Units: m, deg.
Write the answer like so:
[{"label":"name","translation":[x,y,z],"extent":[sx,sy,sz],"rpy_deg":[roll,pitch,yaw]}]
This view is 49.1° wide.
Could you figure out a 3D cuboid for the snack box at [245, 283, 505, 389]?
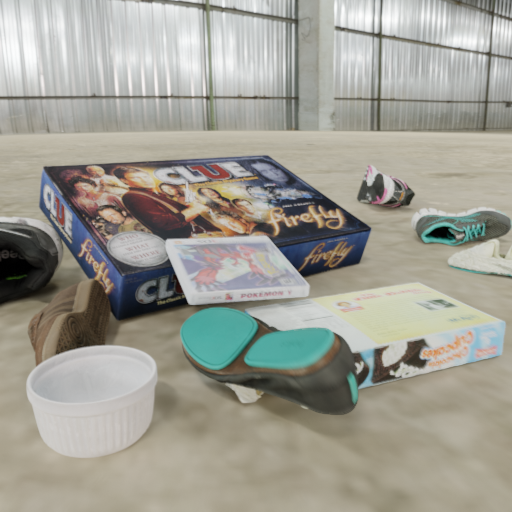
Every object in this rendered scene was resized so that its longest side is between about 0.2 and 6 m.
[{"label":"snack box","translation":[1.304,0.868,6.367],"extent":[2.543,0.472,1.478],"rpy_deg":[-7,18,-22]}]

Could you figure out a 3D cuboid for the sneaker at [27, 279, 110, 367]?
[{"label":"sneaker","translation":[-2.148,0.925,6.192],"extent":[0.778,0.726,2.061],"rpy_deg":[-24,17,3]}]

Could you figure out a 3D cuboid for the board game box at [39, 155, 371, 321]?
[{"label":"board game box","translation":[-0.769,-0.610,9.178],"extent":[4.519,0.782,3.062],"rpy_deg":[-11,39,-37]}]

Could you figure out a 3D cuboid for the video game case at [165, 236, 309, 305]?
[{"label":"video game case","translation":[-0.284,0.124,6.874],"extent":[1.414,0.178,1.552],"rpy_deg":[-3,25,-18]}]

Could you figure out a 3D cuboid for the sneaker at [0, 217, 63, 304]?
[{"label":"sneaker","translation":[-4.500,0.127,7.489],"extent":[3.820,1.269,1.728],"rpy_deg":[-4,14,-25]}]

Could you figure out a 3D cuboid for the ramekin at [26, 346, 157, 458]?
[{"label":"ramekin","translation":[-1.388,1.257,4.856],"extent":[1.076,0.565,1.076],"rpy_deg":[-1,16,0]}]

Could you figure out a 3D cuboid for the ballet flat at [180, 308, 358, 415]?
[{"label":"ballet flat","translation":[0.044,1.015,5.131],"extent":[0.773,0.778,2.273],"rpy_deg":[-42,23,-25]}]

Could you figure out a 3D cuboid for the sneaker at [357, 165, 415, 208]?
[{"label":"sneaker","translation":[3.476,-1.703,15.020],"extent":[1.116,1.039,2.586],"rpy_deg":[17,18,-6]}]

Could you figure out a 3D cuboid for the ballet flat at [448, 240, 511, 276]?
[{"label":"ballet flat","translation":[4.071,0.036,9.123],"extent":[1.820,0.653,0.653],"rpy_deg":[13,20,39]}]

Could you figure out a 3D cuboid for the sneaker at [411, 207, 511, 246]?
[{"label":"sneaker","translation":[4.056,-0.483,11.065],"extent":[1.889,0.733,0.862],"rpy_deg":[-2,28,15]}]
